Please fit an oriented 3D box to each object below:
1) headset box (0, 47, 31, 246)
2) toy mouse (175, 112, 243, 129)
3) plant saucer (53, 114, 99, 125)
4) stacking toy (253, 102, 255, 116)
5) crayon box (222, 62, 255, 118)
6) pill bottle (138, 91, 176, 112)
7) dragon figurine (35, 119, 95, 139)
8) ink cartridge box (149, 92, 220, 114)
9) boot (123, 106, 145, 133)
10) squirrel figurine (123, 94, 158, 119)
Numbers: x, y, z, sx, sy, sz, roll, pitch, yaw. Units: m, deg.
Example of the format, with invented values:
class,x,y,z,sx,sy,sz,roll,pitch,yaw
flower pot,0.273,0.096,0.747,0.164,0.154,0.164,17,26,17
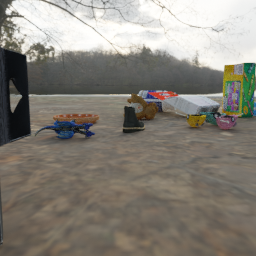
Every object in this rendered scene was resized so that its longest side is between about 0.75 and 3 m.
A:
class,x,y,z,sx,sy,sz,roll,pitch,yaw
headset box,-2.156,-0.190,1.793,2.933,2.182,1.132,-5,10,-28
toy mouse,2.682,-0.227,8.367,1.797,0.391,2.022,-3,9,-19
plant saucer,-1.735,-0.302,9.446,1.529,0.247,1.529,1,8,0
stacking toy,5.061,-0.749,12.028,0.558,0.590,1.017,0,-6,-22
crayon box,4.498,-1.547,11.439,0.622,2.135,1.268,-3,9,-16
pill bottle,1.453,-1.316,13.772,1.788,1.035,1.035,4,9,19
dragon figurine,-1.483,0.023,6.584,1.373,0.404,0.682,-1,8,-18
ink cartridge box,2.390,-1.250,11.882,2.467,0.704,2.005,38,29,30
boot,0.198,-0.276,7.632,0.392,0.700,1.012,4,8,24
squirrel figurine,0.493,-0.677,10.662,1.285,0.910,1.200,14,-2,0
